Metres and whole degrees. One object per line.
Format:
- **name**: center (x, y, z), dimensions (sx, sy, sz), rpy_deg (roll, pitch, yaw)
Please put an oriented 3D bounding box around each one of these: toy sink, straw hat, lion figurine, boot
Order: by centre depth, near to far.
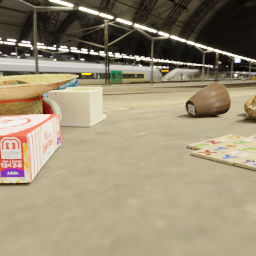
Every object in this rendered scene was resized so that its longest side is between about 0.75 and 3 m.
- **straw hat**: center (-2.382, -0.361, 5.661), dimensions (2.933, 1.241, 2.933), rpy_deg (-3, 14, 1)
- **boot**: center (-2.766, -0.225, 6.508), dimensions (2.245, 0.813, 1.619), rpy_deg (5, 17, 37)
- **toy sink**: center (-1.387, -0.672, 8.118), dimensions (1.175, 1.010, 1.803), rpy_deg (2, 10, 10)
- **lion figurine**: center (4.365, -0.729, 8.972), dimensions (1.719, 1.017, 2.806), rpy_deg (-27, -7, 4)

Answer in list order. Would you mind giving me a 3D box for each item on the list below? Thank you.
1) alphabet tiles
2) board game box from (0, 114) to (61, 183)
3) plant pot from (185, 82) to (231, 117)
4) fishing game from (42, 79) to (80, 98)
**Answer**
- **alphabet tiles**: center (2.226, 0.363, 4.849), dimensions (2.229, 0.071, 1.855), rpy_deg (-8, 12, -39)
- **board game box**: center (-2.459, 0.220, 4.060), dimensions (2.607, 0.604, 1.975), rpy_deg (-1, 10, -4)
- **plant pot**: center (2.541, -0.807, 9.258), dimensions (1.205, 1.127, 1.127), rpy_deg (-21, 18, -24)
- **fishing game**: center (-2.357, -1.060, 8.853), dimensions (1.849, 0.401, 2.583), rpy_deg (-35, 2, 15)
